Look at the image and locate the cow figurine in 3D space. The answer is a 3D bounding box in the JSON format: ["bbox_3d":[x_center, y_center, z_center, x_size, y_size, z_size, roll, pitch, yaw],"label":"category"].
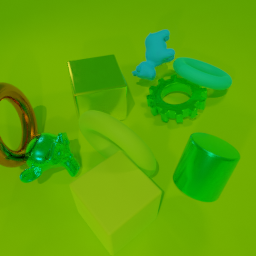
[{"bbox_3d":[0.665,-2.046,7.974,1.298,0.724,1.319,-15,85,6],"label":"cow figurine"}]

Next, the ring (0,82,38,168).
[{"bbox_3d":[-2.679,-0.071,6.381,0.390,1.952,1.952,-9,49,12],"label":"ring"}]

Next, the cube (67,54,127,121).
[{"bbox_3d":[-0.814,-0.985,7.493,1.297,1.297,1.297,-12,53,-10],"label":"cube"}]

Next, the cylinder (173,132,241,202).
[{"bbox_3d":[1.490,0.741,5.418,0.987,0.987,0.987,15,24,-7],"label":"cylinder"}]

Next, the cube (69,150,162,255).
[{"bbox_3d":[-0.233,1.467,5.540,1.235,1.235,1.235,-33,58,-24],"label":"cube"}]

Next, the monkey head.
[{"bbox_3d":[-1.738,0.680,6.437,0.987,1.178,1.637,-18,29,22],"label":"monkey head"}]

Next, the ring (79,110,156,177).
[{"bbox_3d":[-0.247,0.369,5.996,1.962,1.962,0.392,30,68,22],"label":"ring"}]

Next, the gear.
[{"bbox_3d":[1.363,-0.865,7.874,1.640,0.303,1.640,-7,48,8],"label":"gear"}]

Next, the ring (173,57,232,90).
[{"bbox_3d":[2.168,-1.613,8.196,1.790,0.358,1.790,14,28,-8],"label":"ring"}]
